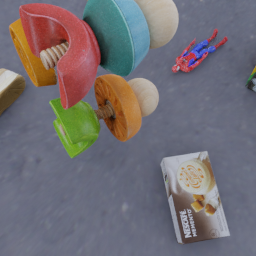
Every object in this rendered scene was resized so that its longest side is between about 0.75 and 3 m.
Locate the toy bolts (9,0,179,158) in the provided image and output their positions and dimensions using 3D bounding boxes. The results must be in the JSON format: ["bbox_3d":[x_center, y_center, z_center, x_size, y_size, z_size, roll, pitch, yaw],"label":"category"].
[{"bbox_3d":[-0.492,-1.163,4.407,1.931,2.784,2.660,-27,80,-19],"label":"toy bolts"}]

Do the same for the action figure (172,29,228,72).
[{"bbox_3d":[1.896,-2.063,7.665,1.809,0.468,0.592,-39,76,-11],"label":"action figure"}]

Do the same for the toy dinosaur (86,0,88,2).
[{"bbox_3d":[-0.859,-3.904,8.485,0.772,0.183,0.340,5,84,1],"label":"toy dinosaur"}]

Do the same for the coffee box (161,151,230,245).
[{"bbox_3d":[1.401,1.511,6.130,1.024,0.714,1.790,-8,69,-3],"label":"coffee box"}]

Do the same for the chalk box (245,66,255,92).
[{"bbox_3d":[4.250,-1.839,6.283,1.748,2.800,1.736,31,72,11],"label":"chalk box"}]

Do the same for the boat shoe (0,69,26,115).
[{"bbox_3d":[-3.607,-0.596,6.923,0.794,0.847,2.296,32,63,14],"label":"boat shoe"}]
